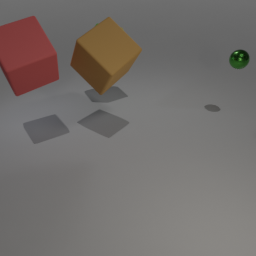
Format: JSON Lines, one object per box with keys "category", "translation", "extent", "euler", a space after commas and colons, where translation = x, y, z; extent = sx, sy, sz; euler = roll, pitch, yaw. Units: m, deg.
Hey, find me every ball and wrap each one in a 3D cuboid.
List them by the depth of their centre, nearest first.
{"category": "ball", "translation": [4.039, -2.488, 10.165], "extent": [0.700, 0.700, 0.700], "euler": [0, 30, 0]}

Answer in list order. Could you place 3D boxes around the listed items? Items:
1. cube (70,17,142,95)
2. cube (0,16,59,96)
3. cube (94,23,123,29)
{"category": "cube", "translation": [-0.702, -2.146, 8.509], "extent": [1.400, 1.400, 1.400], "euler": [45, 64, -1]}
{"category": "cube", "translation": [-2.934, -2.017, 7.988], "extent": [1.400, 1.400, 1.400], "euler": [-27, 76, -19]}
{"category": "cube", "translation": [-0.879, -3.264, 11.648], "extent": [1.400, 1.400, 1.400], "euler": [-10, -16, -44]}
